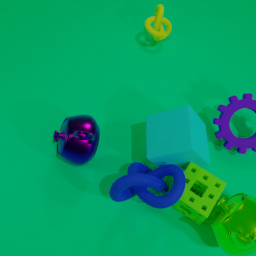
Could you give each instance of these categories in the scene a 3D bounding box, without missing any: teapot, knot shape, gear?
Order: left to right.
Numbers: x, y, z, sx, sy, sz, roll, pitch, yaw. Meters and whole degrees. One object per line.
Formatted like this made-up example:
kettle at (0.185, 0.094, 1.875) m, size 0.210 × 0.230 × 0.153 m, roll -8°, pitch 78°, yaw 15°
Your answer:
teapot at (-1.253, 0.247, 6.438) m, size 0.946 × 1.932 × 1.201 m, roll 14°, pitch 78°, yaw -24°
knot shape at (0.497, 1.150, 5.767) m, size 1.446 × 1.545 × 0.714 m, roll -1°, pitch 97°, yaw 37°
knot shape at (0.899, -3.116, 8.546) m, size 0.500 × 1.082 × 1.013 m, roll 7°, pitch 41°, yaw 33°
teapot at (2.110, 1.792, 5.395) m, size 1.240 × 1.994 × 0.976 m, roll -45°, pitch 84°, yaw 19°
gear at (2.772, -0.106, 6.665) m, size 1.412 × 0.261 × 1.412 m, roll 1°, pitch 95°, yaw 6°

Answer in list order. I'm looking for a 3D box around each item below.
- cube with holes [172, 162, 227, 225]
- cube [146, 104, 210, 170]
cube with holes at (1.437, 1.405, 5.988) m, size 0.828 × 0.828 × 0.828 m, roll 32°, pitch 68°, yaw 18°
cube at (1.111, 0.283, 6.281) m, size 1.060 × 1.060 × 1.060 m, roll -16°, pitch 57°, yaw 29°
